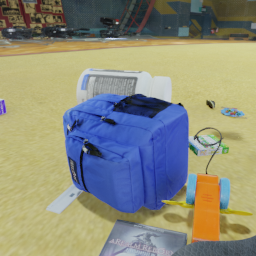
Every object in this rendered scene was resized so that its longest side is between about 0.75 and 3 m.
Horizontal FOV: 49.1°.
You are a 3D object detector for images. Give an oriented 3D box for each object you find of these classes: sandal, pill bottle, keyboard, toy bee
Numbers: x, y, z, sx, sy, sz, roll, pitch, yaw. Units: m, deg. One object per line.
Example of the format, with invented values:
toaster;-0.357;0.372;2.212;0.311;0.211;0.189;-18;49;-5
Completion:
sandal;1.533;1.867;3.502;2.621;0.561;0.996;-2;28;-26
pill bottle;-0.081;-1.092;9.332;2.880;1.638;1.638;7;23;17
keyboard;-1.120;1.302;5.444;0.307;0.058;1.090;14;26;20
toy bee;1.395;1.178;4.712;1.346;1.118;2.057;22;54;28

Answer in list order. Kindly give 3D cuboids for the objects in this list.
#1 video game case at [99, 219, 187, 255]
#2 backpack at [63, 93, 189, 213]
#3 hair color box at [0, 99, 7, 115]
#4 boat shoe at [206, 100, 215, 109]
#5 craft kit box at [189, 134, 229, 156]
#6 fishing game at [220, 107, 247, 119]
video game case;0.134;1.906;3.776;1.164;0.155;1.630;6;23;16
backpack;-0.264;0.320;5.401;2.352;1.911;1.973;19;31;38
hair color box;-5.192;-0.577;9.485;0.966;0.573;1.768;11;26;25
boat shoe;3.227;-0.936;10.770;0.256;0.278;0.778;-6;17;-1
craft kit box;2.051;0.440;7.416;0.870;0.214;0.881;-7;23;-10
fishing game;3.754;-0.600;10.068;0.854;0.185;1.193;5;22;5
